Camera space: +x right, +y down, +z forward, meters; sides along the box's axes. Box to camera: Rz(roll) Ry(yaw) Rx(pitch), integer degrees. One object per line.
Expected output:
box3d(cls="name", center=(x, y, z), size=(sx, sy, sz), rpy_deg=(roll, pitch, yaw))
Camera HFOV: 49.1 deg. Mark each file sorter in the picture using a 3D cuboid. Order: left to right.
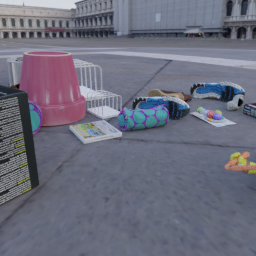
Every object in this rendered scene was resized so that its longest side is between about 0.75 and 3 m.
box3d(cls="file sorter", center=(-2.614, -2.407, 13.908), size=(1.871, 1.679, 2.697), rpy_deg=(-12, 24, -29))
box3d(cls="file sorter", center=(-0.961, -0.983, 11.205), size=(0.933, 0.837, 1.344), rpy_deg=(-12, 23, -32))

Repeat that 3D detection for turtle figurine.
box3d(cls="turtle figurine", center=(3.597, 0.903, 5.831), size=(2.989, 0.963, 2.411), rpy_deg=(2, 12, 20))

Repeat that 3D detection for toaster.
box3d(cls="toaster", center=(-5.391, -3.005, 15.540), size=(2.822, 1.675, 2.552), rpy_deg=(-7, 20, -16))

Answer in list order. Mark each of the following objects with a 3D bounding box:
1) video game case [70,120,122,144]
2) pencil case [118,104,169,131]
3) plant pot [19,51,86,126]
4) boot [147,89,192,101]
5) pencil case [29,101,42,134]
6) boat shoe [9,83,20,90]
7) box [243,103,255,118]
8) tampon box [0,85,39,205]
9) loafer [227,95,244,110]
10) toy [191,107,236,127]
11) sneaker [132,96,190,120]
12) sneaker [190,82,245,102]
box3d(cls="video game case", center=(-1.083, 0.100, 9.207), size=(1.291, 0.162, 1.419), rpy_deg=(-10, 23, -27))
box3d(cls="pencil case", center=(0.536, -0.366, 9.577), size=(1.672, 0.773, 0.712), rpy_deg=(-7, 1, -23))
box3d(cls="plant pot", center=(-2.935, -1.616, 10.567), size=(2.669, 2.389, 2.669), rpy_deg=(2, 20, -1))
box3d(cls="boot", center=(1.947, -1.452, 13.116), size=(1.750, 0.633, 1.456), rpy_deg=(15, 14, 37))
box3d(cls="pencil case", center=(-4.205, -0.433, 9.225), size=(2.578, 1.097, 1.191), rpy_deg=(6, 44, 19))
box3d(cls="boat shoe", center=(-5.035, -1.607, 12.448), size=(0.767, 0.767, 2.180), rpy_deg=(37, 46, 15))
box3d(cls="box", center=(5.564, -0.588, 10.728), size=(1.380, 0.399, 1.736), rpy_deg=(-8, 21, -20))
box3d(cls="tampon box", center=(-2.938, 0.296, 5.743), size=(1.598, 2.132, 1.346), rpy_deg=(15, 25, 35))
box3d(cls="loafer", center=(4.712, -1.083, 11.962), size=(0.501, 0.502, 1.434), rpy_deg=(5, 28, 41))
box3d(cls="toy", center=(3.187, -0.499, 10.547), size=(0.902, 0.370, 1.567), rpy_deg=(-9, 22, -23))
box3d(cls="sneaker", center=(1.393, -0.916, 11.089), size=(2.299, 0.862, 0.996), rpy_deg=(12, 18, 29))
box3d(cls="sneaker", center=(4.367, -1.829, 13.508), size=(2.494, 0.935, 1.081), rpy_deg=(13, 18, 31))
